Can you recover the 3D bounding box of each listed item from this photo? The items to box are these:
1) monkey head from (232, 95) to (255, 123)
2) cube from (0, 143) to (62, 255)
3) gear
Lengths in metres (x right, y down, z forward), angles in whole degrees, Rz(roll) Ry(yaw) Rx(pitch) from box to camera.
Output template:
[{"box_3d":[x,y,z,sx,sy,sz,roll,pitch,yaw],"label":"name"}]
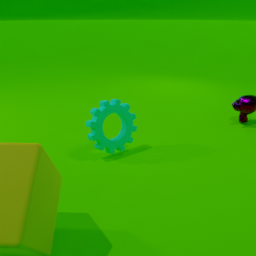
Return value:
[{"box_3d":[3.390,-0.538,7.968,1.111,0.799,0.669,-4,3,-9],"label":"monkey head"},{"box_3d":[-1.627,0.958,3.593,1.180,1.180,1.180,1,60,2],"label":"cube"},{"box_3d":[-0.348,-0.037,6.302,1.197,1.197,0.221,-16,14,-32],"label":"gear"}]
